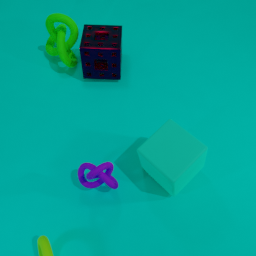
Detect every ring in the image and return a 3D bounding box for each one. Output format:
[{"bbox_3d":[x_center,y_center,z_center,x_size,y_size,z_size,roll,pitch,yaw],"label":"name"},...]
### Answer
[{"bbox_3d":[-1.875,3.031,6.457,0.216,1.080,1.080,-10,58,-27],"label":"ring"}]

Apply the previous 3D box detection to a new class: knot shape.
[{"bbox_3d":[-0.753,1.221,7.348,1.164,1.089,0.538,14,58,-5],"label":"knot shape"},{"bbox_3d":[-2.423,-3.129,9.998,0.855,1.850,1.732,-22,30,-29],"label":"knot shape"}]

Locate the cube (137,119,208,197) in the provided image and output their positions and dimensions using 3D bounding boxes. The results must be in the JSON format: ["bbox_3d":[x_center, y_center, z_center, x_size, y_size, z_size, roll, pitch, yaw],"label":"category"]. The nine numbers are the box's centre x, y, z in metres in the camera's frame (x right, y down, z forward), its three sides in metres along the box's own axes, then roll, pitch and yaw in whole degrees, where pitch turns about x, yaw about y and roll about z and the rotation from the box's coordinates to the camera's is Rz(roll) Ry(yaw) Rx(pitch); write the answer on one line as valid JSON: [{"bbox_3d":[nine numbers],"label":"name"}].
[{"bbox_3d":[1.191,0.820,7.573,1.291,1.291,1.291,-42,62,-14],"label":"cube"}]

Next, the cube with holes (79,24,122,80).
[{"bbox_3d":[-0.876,-2.606,9.660,1.304,1.304,1.304,2,53,0],"label":"cube with holes"}]
